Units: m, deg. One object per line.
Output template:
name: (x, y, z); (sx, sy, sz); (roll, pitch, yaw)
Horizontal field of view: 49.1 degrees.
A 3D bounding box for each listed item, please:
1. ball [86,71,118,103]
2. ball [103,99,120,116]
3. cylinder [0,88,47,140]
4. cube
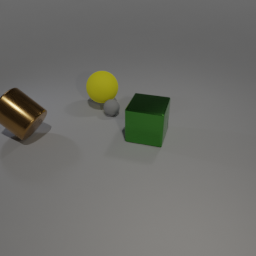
ball: (-1.124, -1.787, 12.249); (1.400, 1.400, 1.400); (0, 33, 0)
ball: (-0.698, -0.879, 11.972); (0.700, 0.700, 0.700); (0, 33, 0)
cylinder: (-3.932, -0.506, 10.187); (1.400, 1.400, 1.400); (38, 37, -4)
cube: (0.743, -0.324, 10.484); (1.400, 1.400, 1.400); (9, 34, 14)
